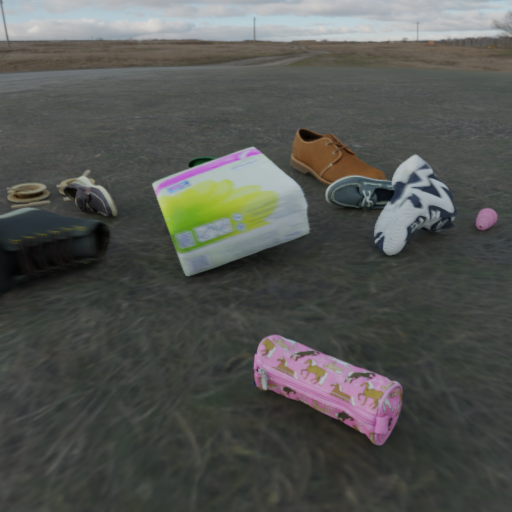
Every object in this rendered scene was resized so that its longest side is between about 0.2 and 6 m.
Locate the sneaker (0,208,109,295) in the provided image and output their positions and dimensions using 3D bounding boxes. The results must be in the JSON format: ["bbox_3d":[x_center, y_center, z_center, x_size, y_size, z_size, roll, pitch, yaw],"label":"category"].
[{"bbox_3d":[-4.007,-0.087,9.953,1.769,1.245,3.330,4,24,10],"label":"sneaker"}]

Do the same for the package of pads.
[{"bbox_3d":[-0.593,-1.049,11.629,2.643,1.167,3.422,-20,28,-7],"label":"package of pads"}]

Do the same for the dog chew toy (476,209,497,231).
[{"bbox_3d":[5.171,-0.793,12.659,0.419,0.419,0.673,17,39,33],"label":"dog chew toy"}]

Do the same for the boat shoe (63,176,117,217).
[{"bbox_3d":[-4.038,-1.354,13.558,0.680,0.755,2.100,-30,40,-26],"label":"boat shoe"}]

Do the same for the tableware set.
[{"bbox_3d":[-5.396,-1.846,14.896,2.302,0.461,1.522,-11,26,-24],"label":"tableware set"}]

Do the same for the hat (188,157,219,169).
[{"bbox_3d":[-1.229,-1.710,14.993,1.422,1.512,1.717,2,-13,18],"label":"hat"}]

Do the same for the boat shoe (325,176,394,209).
[{"bbox_3d":[2.787,-1.526,13.806,2.143,0.780,0.662,-2,20,-17],"label":"boat shoe"}]

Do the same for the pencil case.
[{"bbox_3d":[0.846,1.587,6.829,1.868,0.773,0.808,17,53,32],"label":"pencil case"}]

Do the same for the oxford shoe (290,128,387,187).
[{"bbox_3d":[2.244,-2.736,15.832,1.234,1.233,3.459,-26,42,-34],"label":"oxford shoe"}]

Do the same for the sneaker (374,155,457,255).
[{"bbox_3d":[3.535,-0.778,11.866,1.620,0.993,2.489,32,53,-14],"label":"sneaker"}]
